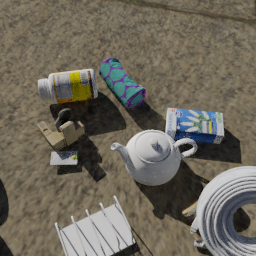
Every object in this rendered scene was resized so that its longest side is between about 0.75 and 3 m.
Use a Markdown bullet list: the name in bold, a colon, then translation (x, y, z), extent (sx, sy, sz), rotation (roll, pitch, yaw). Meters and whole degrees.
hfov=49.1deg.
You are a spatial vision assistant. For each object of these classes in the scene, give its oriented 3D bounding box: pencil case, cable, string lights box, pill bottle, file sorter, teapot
- **pencil case**: translation (-0.235, -1.899, 11.655), extent (1.110, 1.022, 2.401), rotation (-34, 62, -9)
- **cable**: translation (3.400, 2.540, 7.811), extent (2.903, 1.005, 2.903), rotation (15, 95, 11)
- **string lights box**: translation (2.505, -0.086, 10.672), extent (2.079, 0.613, 1.068), rotation (6, 56, 4)
- **pill bottle**: translation (-2.409, -1.664, 11.346), extent (2.237, 1.222, 1.222), rotation (-8, 56, -7)
- **file sorter**: translation (-0.938, 3.062, 8.205), extent (1.962, 1.221, 1.361), rotation (-22, 59, -15)
- **teapot**: translation (0.882, 0.831, 9.496), extent (2.101, 1.555, 2.129), rotation (37, 63, 22)

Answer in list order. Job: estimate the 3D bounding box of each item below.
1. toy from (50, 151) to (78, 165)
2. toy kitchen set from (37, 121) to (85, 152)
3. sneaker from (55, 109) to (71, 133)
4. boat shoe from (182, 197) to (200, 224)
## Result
- **toy**: translation (-2.290, 1.120, 10.110), extent (0.933, 0.220, 0.537), rotation (-3, 54, -2)
- **toy kitchen set**: translation (-2.517, -0.093, 10.395), extent (1.335, 1.089, 1.205), rotation (-34, 62, -21)
- **sneaker**: translation (-2.341, -0.190, 10.457), extent (0.451, 1.206, 0.641), rotation (-6, 62, -34)
- **boat shoe**: translation (2.589, 2.451, 8.991), extent (1.779, 0.640, 0.577), rotation (-29, 90, -13)
